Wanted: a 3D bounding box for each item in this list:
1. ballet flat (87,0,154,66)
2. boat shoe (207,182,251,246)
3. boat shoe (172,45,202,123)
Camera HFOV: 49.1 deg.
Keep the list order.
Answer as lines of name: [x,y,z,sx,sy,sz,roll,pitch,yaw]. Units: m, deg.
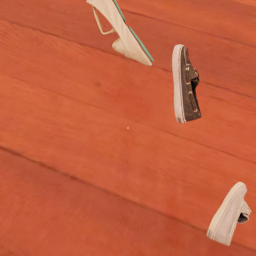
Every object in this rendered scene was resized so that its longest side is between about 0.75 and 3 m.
ballet flat: [-0.247,-2.564,7.445,0.842,0.842,2.425,-38,102,-18]
boat shoe: [2.193,1.766,5.768,0.564,0.552,1.584,26,46,29]
boat shoe: [0.933,-0.712,4.372,0.376,0.455,1.327,-7,71,24]
